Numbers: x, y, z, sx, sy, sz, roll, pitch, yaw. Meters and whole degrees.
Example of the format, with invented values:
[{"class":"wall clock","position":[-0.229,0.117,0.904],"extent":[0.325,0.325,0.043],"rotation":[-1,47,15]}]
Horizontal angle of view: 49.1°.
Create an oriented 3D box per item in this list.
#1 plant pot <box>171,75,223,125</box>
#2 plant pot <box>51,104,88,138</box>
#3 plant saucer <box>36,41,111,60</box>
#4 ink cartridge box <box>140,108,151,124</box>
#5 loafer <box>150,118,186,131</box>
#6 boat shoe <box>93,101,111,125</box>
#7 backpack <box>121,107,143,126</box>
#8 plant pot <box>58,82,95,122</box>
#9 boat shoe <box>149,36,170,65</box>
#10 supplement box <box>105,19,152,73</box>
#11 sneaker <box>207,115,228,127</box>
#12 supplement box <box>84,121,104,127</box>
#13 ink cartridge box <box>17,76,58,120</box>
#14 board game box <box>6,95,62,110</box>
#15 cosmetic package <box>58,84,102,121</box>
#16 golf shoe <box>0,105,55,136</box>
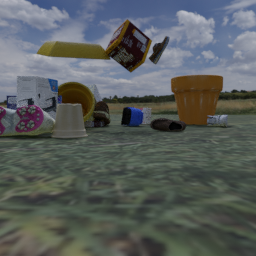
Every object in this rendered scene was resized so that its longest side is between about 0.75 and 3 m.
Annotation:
[{"class":"plant pot","position":[3.530,-1.385,14.423],"extent":[2.605,2.385,2.605],"rotation":[-1,3,0]},{"class":"plant pot","position":[-1.583,-0.208,7.551],"extent":[0.970,0.888,0.970],"rotation":[0,4,0]},{"class":"plant saucer","position":[-2.175,-3.064,10.980],"extent":[2.365,0.573,2.366],"rotation":[-4,17,-28]},{"class":"ink cartridge box","position":[0.905,-0.630,14.819],"extent":[0.349,0.843,0.618],"rotation":[2,2,-33]},{"class":"loafer","position":[1.356,-0.117,9.572],"extent":[1.228,0.448,0.436],"rotation":[0,3,13]},{"class":"boat shoe","position":[-1.187,-0.711,13.049],"extent":[0.867,0.869,2.348],"rotation":[5,-9,-7]},{"class":"backpack","position":[0.250,-0.531,12.809],"extent":[0.925,0.895,1.102],"rotation":[2,2,-17]},{"class":"plant pot","position":[-2.381,-0.885,12.267],"extent":[1.789,1.789,1.683],"rotation":[-1,-15,-8]},{"class":"boat shoe","position":[1.242,-3.237,11.511],"extent":[0.483,1.335,0.482],"rotation":[30,41,0]},{"class":"supplement box","position":[0.036,-3.084,10.596],"extent":[1.297,1.280,0.861],"rotation":[34,-34,-23]},{"class":"sneaker","position":[3.838,-0.293,12.093],"extent":[0.814,0.532,1.416],"rotation":[0,-2,14]},{"class":"supplement box","position":[-1.482,-0.187,12.317],"extent":[0.464,0.260,0.853],"rotation":[2,3,34]},{"class":"ink cartridge box","position":[-2.867,-0.721,8.939],"extent":[0.736,1.749,1.264],"rotation":[3,5,16]},{"class":"board game box","position":[-3.259,-0.525,9.814],"extent":[1.837,1.243,0.317],"rotation":[0,4,-3]},{"class":"cosmetic package","position":[-2.221,-1.123,13.948],"extent":[1.928,0.661,2.558],"rotation":[-1,-32,12]},{"class":"golf shoe","position":[-3.069,-0.106,7.797],"extent":[2.343,0.882,1.072],"rotation":[3,-12,24]}]
